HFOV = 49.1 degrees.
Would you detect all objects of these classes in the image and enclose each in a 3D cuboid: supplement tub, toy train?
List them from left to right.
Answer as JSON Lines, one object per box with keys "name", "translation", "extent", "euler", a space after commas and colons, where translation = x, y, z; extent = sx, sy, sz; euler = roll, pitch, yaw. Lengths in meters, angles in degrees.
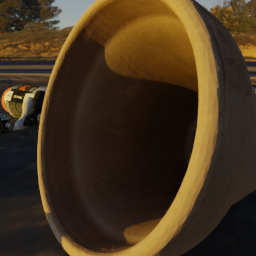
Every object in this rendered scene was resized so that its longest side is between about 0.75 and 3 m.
{"name": "toy train", "translation": [-3.361, -0.120, 7.216], "extent": [0.520, 0.389, 0.913], "euler": [-25, 28, -36]}
{"name": "supplement tub", "translation": [-2.790, -0.717, 8.079], "extent": [1.657, 1.015, 1.015], "euler": [10, 19, 30]}

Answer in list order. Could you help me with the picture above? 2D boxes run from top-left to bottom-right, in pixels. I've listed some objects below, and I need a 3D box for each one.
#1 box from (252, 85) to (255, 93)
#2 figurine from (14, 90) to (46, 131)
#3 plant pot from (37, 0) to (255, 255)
{"name": "box", "translation": [5.835, -1.396, 11.471], "extent": [1.974, 0.430, 1.581], "euler": [12, 20, 35]}
{"name": "figurine", "translation": [-2.298, -0.348, 6.579], "extent": [0.938, 0.915, 0.404], "euler": [-15, -43, 45]}
{"name": "plant pot", "translation": [0.536, 0.056, 3.303], "extent": [2.312, 2.651, 2.651], "euler": [9, 8, -38]}
